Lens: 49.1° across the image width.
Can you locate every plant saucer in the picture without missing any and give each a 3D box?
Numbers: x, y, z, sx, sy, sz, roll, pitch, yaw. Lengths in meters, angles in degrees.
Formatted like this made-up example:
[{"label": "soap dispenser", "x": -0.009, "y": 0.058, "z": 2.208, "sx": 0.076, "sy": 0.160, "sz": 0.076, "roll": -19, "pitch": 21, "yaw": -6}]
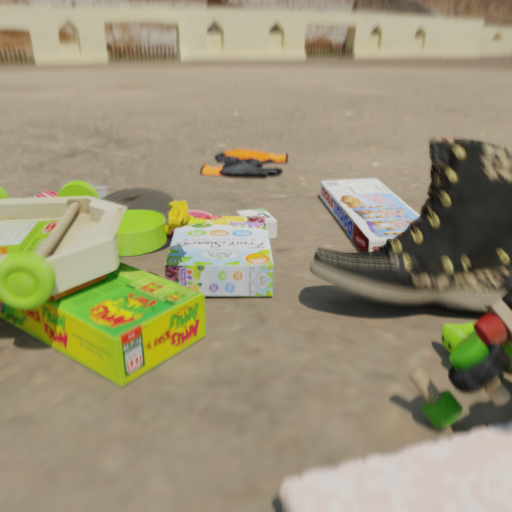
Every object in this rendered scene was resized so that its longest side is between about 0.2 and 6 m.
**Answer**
[{"label": "plant saucer", "x": -1.332, "y": -0.590, "z": 10.673, "sx": 1.066, "sy": 0.270, "sz": 1.066, "roll": 0, "pitch": 22, "yaw": 0}]

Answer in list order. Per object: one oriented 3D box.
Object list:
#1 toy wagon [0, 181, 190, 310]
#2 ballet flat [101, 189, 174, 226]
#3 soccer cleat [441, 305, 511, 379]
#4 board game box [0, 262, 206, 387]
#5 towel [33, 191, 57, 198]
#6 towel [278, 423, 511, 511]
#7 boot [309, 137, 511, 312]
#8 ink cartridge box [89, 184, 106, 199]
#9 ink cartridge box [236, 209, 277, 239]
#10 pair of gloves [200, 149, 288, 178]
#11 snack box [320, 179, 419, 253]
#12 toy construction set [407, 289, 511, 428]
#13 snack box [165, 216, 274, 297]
[{"label": "toy wagon", "x": -2.884, "y": -0.210, "z": 7.462, "sx": 3.998, "sy": 0.791, "sz": 3.102, "roll": -2, "pitch": 24, "yaw": -4}, {"label": "ballet flat", "x": -2.653, "y": -0.443, "z": 9.385, "sx": 2.677, "sy": 0.902, "sz": 0.621, "roll": -20, "pitch": -11, "yaw": -15}, {"label": "soccer cleat", "x": 3.352, "y": 0.838, "z": 6.750, "sx": 2.310, "sy": 0.780, "sz": 0.936, "roll": -10, "pitch": 23, "yaw": -16}, {"label": "board game box", "x": -2.133, "y": 0.628, "z": 7.322, "sx": 2.746, "sy": 0.654, "sz": 1.395, "roll": 17, "pitch": 29, "yaw": 35}, {"label": "towel", "x": -4.501, "y": -0.889, "z": 11.418, "sx": 1.548, "sy": 0.241, "sz": 2.140, "roll": 13, "pitch": 26, "yaw": 27}, {"label": "towel", "x": 1.807, "y": 2.270, "z": 3.789, "sx": 2.752, "sy": 0.444, "sz": 2.628, "roll": -7, "pitch": 23, "yaw": -16}, {"label": "boot", "x": 2.301, "y": -0.474, "z": 7.556, "sx": 2.924, "sy": 2.201, "sz": 1.070, "roll": 8, "pitch": 10, "yaw": 0}, {"label": "ink cartridge box", "x": -3.077, "y": -0.932, "z": 10.416, "sx": 0.322, "sy": 0.777, "sz": 0.566, "roll": 2, "pitch": 4, "yaw": 22}, {"label": "ink cartridge box", "x": 0.007, "y": -0.601, "z": 10.592, "sx": 0.585, "sy": 0.352, "sz": 0.805, "roll": -6, "pitch": 25, "yaw": -15}, {"label": "pair of gloves", "x": -0.254, "y": -2.532, "z": 15.188, "sx": 2.147, "sy": 0.298, "sz": 2.409, "roll": 4, "pitch": 24, "yaw": 9}, {"label": "snack box", "x": 2.289, "y": -0.833, "z": 11.002, "sx": 1.310, "sy": 0.443, "sz": 3.645, "roll": -3, "pitch": 23, "yaw": -6}, {"label": "toy construction set", "x": 3.566, "y": 1.030, "z": 5.105, "sx": 2.984, "sy": 2.293, "sz": 2.489, "roll": -33, "pitch": -7, "yaw": -27}, {"label": "snack box", "x": -0.560, "y": -0.058, "z": 9.009, "sx": 1.569, "sy": 0.584, "sz": 2.206, "roll": -1, "pitch": 23, "yaw": -1}]
